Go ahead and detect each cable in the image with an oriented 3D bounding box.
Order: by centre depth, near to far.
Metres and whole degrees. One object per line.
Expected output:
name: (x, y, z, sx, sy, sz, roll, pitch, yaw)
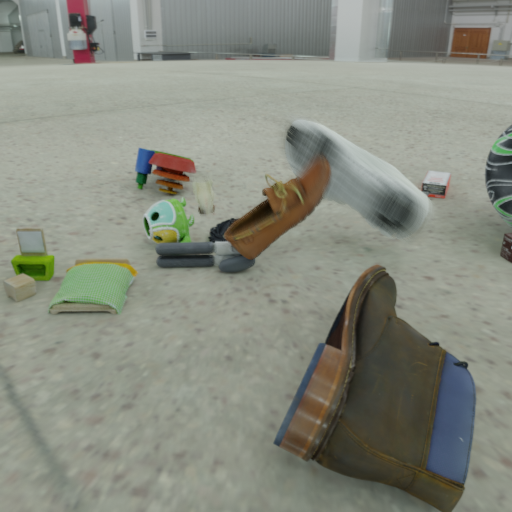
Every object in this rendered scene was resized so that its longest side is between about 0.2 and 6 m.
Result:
cable: (-0.461, -0.444, 11.877, 1.110, 0.345, 1.360, -6, 27, -1)

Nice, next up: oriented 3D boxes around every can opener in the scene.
can opener: (-0.958, 0.019, 10.535, 1.879, 0.501, 0.628, -1, 19, -2)

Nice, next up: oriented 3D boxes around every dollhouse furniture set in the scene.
dollhouse furniture set: (-3.638, 0.134, 9.520, 3.026, 1.168, 1.512, 0, 25, 0)

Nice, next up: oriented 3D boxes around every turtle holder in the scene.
turtle holder: (-1.802, -0.549, 11.508, 0.876, 1.234, 0.938, -12, -5, -26)

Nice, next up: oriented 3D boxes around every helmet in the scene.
helmet: (6.193, -1.678, 11.392, 3.052, 3.052, 2.909, -26, 1, -44)

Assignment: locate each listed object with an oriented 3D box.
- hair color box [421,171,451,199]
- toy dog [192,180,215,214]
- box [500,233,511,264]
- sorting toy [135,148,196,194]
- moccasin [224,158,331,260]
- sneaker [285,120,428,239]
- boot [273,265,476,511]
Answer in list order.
hair color box: (4.792, -1.910, 14.913, 0.631, 0.381, 1.244, 11, 26, 21)
toy dog: (-0.854, -0.908, 9.090, 0.343, 0.477, 0.492, -4, 61, -22)
box: (5.107, -0.158, 10.972, 0.401, 0.489, 0.405, -5, 25, -11)
sorting toy: (-2.494, -2.231, 15.155, 1.555, 1.062, 2.587, 11, 10, -14)
moccasin: (0.380, -0.937, 10.002, 2.255, 0.871, 0.825, -38, 33, 15)
sneaker: (2.017, -1.625, 11.349, 3.346, 1.257, 1.356, 40, 35, 16)
boot: (1.696, 1.443, 6.968, 1.864, 1.437, 3.846, 26, 32, 12)
